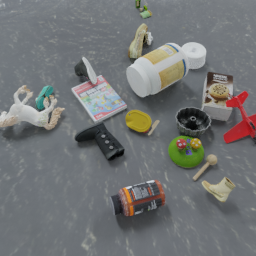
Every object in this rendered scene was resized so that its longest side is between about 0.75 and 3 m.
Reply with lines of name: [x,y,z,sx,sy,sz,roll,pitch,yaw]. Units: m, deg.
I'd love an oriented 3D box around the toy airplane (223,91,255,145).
toy airplane: [4.574,-0.437,10.881,2.314,0.426,2.314,1,84,-7]

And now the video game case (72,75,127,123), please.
video game case: [-1.268,-1.296,12.090,1.547,0.189,2.164,-28,60,-18]

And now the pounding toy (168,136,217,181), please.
pounding toy: [2.320,0.823,10.240,1.339,0.805,1.735,-33,61,-21]

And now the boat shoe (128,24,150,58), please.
boat shoe: [0.630,-4.250,13.838,0.671,0.784,2.140,17,67,10]

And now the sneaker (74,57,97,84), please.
sneaker: [-1.924,-2.408,12.563,0.722,0.515,1.457,-35,67,20]

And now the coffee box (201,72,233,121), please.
coffee box: [3.746,-1.355,11.768,1.105,0.780,1.955,10,56,7]

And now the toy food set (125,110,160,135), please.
toy food set: [0.546,-0.190,11.231,1.340,0.438,0.789,26,83,19]

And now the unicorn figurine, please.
unicorn figurine: [-4.027,-0.657,11.066,2.643,0.976,1.815,17,76,2]

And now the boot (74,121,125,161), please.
boot: [-1.086,0.620,10.602,1.335,0.532,1.619,-30,65,-17]

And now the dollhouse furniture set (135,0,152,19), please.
dollhouse furniture set: [0.854,-6.700,15.674,0.612,0.473,1.224,-23,58,-15]

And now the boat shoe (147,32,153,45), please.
boat shoe: [1.116,-4.592,14.331,0.321,0.338,0.938,-6,46,-3]

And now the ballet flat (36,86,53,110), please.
ballet flat: [-3.667,-1.284,11.999,0.464,0.444,1.319,0,51,30]

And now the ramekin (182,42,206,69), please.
ramekin: [3.083,-3.480,13.339,1.297,0.632,1.297,0,56,0]

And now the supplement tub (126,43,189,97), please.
supplement tub: [1.258,-2.462,11.999,2.297,1.662,1.662,-31,61,-19]

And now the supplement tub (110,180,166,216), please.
supplement tub: [0.289,2.298,9.083,1.701,0.910,0.910,-11,56,-14]

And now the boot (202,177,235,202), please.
boot: [2.985,1.881,9.269,0.346,0.738,0.950,3,31,-48]

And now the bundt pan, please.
bundt pan: [2.532,-0.194,11.052,1.384,0.520,1.384,0,46,0]
